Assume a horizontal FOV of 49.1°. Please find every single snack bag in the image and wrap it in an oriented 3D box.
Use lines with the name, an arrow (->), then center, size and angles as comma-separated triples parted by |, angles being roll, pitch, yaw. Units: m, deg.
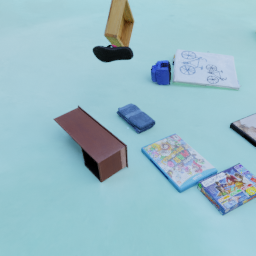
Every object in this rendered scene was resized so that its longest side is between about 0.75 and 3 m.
snack bag -> 3.188, -2.442, 11.524 | 2.602, 0.279, 2.453 | 7, 45, 5

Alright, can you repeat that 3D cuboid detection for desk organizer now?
desk organizer -> -1.072, 0.377, 7.779 | 0.897, 0.836, 2.330 | -29, 47, -28

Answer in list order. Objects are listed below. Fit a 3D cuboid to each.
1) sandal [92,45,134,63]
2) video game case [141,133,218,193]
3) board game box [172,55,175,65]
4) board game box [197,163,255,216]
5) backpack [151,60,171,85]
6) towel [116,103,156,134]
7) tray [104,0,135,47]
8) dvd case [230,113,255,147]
sandal -> -0.346, -1.835, 6.814 | 1.160, 0.436, 0.261 | 9, 47, 29
video game case -> 1.361, 0.882, 7.679 | 1.267, 0.158, 1.770 | -21, 44, -24
board game box -> 2.541, -2.983, 12.397 | 1.078, 0.187, 0.731 | 7, 40, 9
board game box -> 2.555, 1.461, 6.894 | 1.390, 0.239, 0.941 | -18, 43, -21
backpack -> 1.317, -2.256, 11.042 | 0.805, 0.780, 0.960 | 5, 40, 9
towel -> 0.254, -0.336, 9.053 | 0.719, 0.313, 1.289 | -23, 43, -26
tray -> -0.207, -2.884, 8.021 | 0.399, 1.064, 2.157 | 14, 6, 5
dvd case -> 4.441, 0.287, 8.373 | 1.616, 0.199, 2.265 | -18, 43, -22
